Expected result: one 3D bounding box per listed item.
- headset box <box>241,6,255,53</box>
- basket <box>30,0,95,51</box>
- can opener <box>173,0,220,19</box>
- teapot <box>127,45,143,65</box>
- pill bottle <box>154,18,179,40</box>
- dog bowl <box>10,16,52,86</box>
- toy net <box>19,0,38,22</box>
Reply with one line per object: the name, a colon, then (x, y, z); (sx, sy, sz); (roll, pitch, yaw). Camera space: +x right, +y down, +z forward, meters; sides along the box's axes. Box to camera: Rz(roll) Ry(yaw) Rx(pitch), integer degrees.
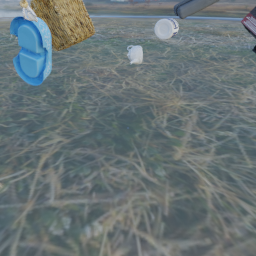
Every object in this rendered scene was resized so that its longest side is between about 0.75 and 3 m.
headset box: (3.132, -1.940, 4.892); (0.751, 1.945, 1.447); (2, 49, -54)
basket: (-2.493, -4.125, 10.648); (1.460, 2.046, 1.524); (-12, 23, 39)
can opener: (2.663, -4.536, 9.150); (2.539, 0.849, 0.677); (-26, 38, 2)
teapot: (0.254, -2.984, 11.416); (0.586, 0.791, 0.802); (-2, 12, -7)
pill bottle: (1.463, -3.651, 10.279); (0.695, 0.695, 1.252); (10, 25, 19)
dog bowl: (-2.815, -2.292, 8.312); (1.166, 2.093, 0.519); (24, 40, 14)
toy net: (-2.397, -2.837, 5.949); (0.272, 1.409, 0.739); (-39, 57, -13)
